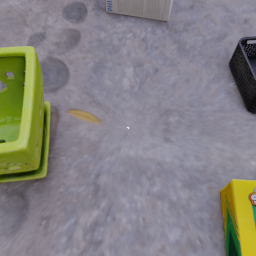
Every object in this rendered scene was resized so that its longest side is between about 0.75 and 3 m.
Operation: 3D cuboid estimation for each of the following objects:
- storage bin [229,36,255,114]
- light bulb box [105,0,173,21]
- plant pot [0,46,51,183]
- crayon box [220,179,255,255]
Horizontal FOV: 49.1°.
[{"bbox_3d":[3.619,-1.429,7.341,1.289,0.894,1.907,-7,60,-4],"label":"storage bin"},{"bbox_3d":[0.489,-4.719,8.922,2.103,1.312,2.084,12,62,7],"label":"light bulb box"},{"bbox_3d":[-2.844,-0.045,5.846,2.357,2.138,2.345,-5,62,-3],"label":"plant pot"},{"bbox_3d":[3.431,2.366,5.223,2.973,0.867,2.565,4,59,2],"label":"crayon box"}]
